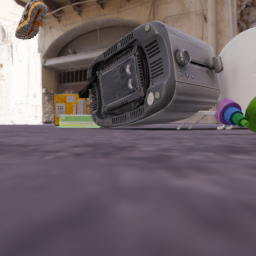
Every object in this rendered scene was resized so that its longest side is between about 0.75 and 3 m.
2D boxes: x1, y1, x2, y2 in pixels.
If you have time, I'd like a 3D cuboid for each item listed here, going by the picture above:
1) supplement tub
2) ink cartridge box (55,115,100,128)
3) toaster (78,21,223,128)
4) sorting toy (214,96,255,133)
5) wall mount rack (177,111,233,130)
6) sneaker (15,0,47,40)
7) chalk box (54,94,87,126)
[{"bbox_3d":[3.391,-1.035,6.265,2.108,2.108,2.919,1,2,44],"label":"supplement tub"},{"bbox_3d":[-1.325,-0.184,7.791,1.161,0.383,1.596,0,-1,-4],"label":"ink cartridge box"},{"bbox_3d":[0.457,-0.869,5.859,1.896,1.668,2.935,0,-12,-38],"label":"toaster"},{"bbox_3d":[1.704,-0.084,3.003,1.483,0.514,0.511,2,24,-14],"label":"sorting toy"},{"bbox_3d":[1.490,-0.136,5.397,0.902,0.387,1.038,4,2,34],"label":"wall mount rack"},{"bbox_3d":[-2.927,-3.257,8.376,1.568,0.606,0.614,-37,-26,33],"label":"sneaker"},{"bbox_3d":[-2.392,-0.718,11.796,1.269,1.278,2.047,0,2,-9],"label":"chalk box"}]
